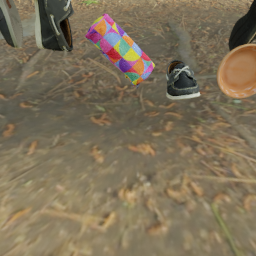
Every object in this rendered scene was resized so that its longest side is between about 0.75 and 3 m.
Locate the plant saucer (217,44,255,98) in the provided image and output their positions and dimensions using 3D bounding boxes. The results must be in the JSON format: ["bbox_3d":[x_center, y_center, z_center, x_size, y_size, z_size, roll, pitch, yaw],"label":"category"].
[{"bbox_3d":[2.839,-1.397,6.899,1.372,1.372,0.257,-3,32,-3],"label":"plant saucer"}]

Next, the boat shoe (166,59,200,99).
[{"bbox_3d":[1.137,-1.065,6.140,0.680,0.640,1.894,-8,23,7],"label":"boat shoe"}]

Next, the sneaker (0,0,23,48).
[{"bbox_3d":[-3.473,-2.965,7.084,1.078,2.030,0.759,-6,40,5],"label":"sneaker"}]

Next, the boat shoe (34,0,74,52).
[{"bbox_3d":[-1.518,-2.709,5.933,0.836,2.472,0.888,15,51,1],"label":"boat shoe"}]

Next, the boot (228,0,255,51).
[{"bbox_3d":[3.692,-2.624,7.243,1.443,2.087,0.808,0,71,-11],"label":"boot"}]

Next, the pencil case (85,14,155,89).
[{"bbox_3d":[-0.185,-1.868,6.945,0.837,1.893,0.837,-38,23,19],"label":"pencil case"}]
